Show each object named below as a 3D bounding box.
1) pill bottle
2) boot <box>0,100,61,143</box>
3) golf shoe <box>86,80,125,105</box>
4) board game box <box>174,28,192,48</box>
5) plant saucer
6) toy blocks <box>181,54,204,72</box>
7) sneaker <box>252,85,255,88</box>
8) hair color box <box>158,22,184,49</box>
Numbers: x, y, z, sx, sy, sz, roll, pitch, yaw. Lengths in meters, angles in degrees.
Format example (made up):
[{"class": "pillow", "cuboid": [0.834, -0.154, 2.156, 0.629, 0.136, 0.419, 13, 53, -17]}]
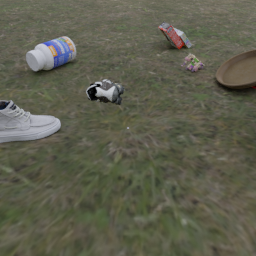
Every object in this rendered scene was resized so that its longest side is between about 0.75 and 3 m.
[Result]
[{"class": "pill bottle", "cuboid": [-3.418, -3.267, 12.479, 1.146, 1.146, 2.045, 23, 42, 30]}, {"class": "boot", "cuboid": [-3.208, -0.266, 8.173, 2.331, 1.114, 0.857, -11, 36, -15]}, {"class": "golf shoe", "cuboid": [-0.622, -0.823, 6.099, 0.670, 0.551, 1.418, 5, 4, -25]}, {"class": "board game box", "cuboid": [2.733, -4.901, 15.055, 0.246, 0.966, 1.436, -45, 40, 7]}, {"class": "plant saucer", "cuboid": [4.699, -2.306, 11.003, 2.412, 0.355, 2.412, -23, 33, 17]}, {"class": "toy blocks", "cuboid": [2.833, -2.784, 12.396, 0.736, 0.663, 0.787, 49, 26, 13]}, {"class": "sneaker", "cuboid": [5.606, -1.930, 11.051, 2.091, 0.819, 1.208, 2, 41, 24]}, {"class": "hair color box", "cuboid": [2.254, -4.785, 14.516, 0.450, 1.409, 0.781, -45, 41, 7]}]
